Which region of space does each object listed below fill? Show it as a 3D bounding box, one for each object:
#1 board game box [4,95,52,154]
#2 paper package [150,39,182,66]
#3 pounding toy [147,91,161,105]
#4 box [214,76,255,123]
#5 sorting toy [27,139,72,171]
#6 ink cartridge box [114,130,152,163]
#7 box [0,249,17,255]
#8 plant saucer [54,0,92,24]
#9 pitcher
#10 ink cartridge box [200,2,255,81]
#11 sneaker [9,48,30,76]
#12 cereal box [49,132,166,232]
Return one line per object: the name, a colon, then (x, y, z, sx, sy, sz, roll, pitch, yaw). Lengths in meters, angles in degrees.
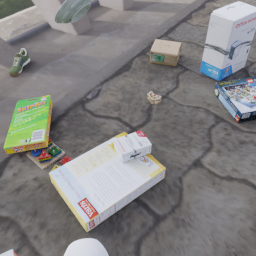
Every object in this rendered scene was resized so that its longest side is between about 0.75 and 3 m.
board game box: (-3.468, -0.239, 10.014, 1.336, 0.419, 2.796, -10, 42, -3)
paper package: (1.821, -3.635, 13.489, 1.334, 0.690, 1.272, 12, 45, 11)
pounding toy: (1.089, -1.256, 11.225, 0.439, 0.441, 0.768, -23, 49, -16)
box: (5.180, -1.255, 11.149, 2.838, 0.535, 1.938, -11, 45, -11)
sorting toy: (-2.677, 0.813, 9.193, 1.907, 0.323, 0.920, 33, 53, 29)
ink cartridge box: (0.130, 0.557, 8.569, 0.971, 0.406, 0.700, -17, 46, -19)
box: (-2.416, 3.612, 5.627, 0.890, 1.274, 1.674, -20, 48, -19)
plant saucer: (-1.754, -4.121, 9.656, 0.434, 1.730, 1.730, 47, 52, -9)
pitcher: (-0.748, 3.236, 5.846, 1.107, 1.566, 1.826, 12, 39, -27)
ink cartridge box: (4.361, -3.715, 12.100, 1.996, 2.726, 1.171, -30, 52, -27)
sneaker: (-5.079, -3.093, 12.916, 0.528, 0.707, 1.576, 9, 45, 9)
cereal box: (-0.597, 1.428, 8.376, 2.854, 0.564, 2.053, -28, 51, -26)
